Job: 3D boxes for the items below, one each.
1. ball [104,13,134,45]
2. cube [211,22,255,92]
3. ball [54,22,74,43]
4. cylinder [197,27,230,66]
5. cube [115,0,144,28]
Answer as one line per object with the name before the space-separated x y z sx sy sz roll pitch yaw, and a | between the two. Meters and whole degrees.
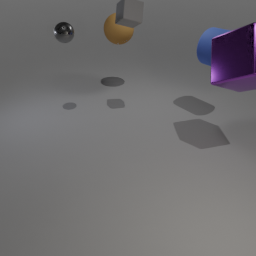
ball | -0.423 -4.582 12.933 1.400 1.400 1.400 0 31 0
cube | 3.347 -1.899 7.915 1.400 1.400 1.400 6 -6 -34
ball | -2.210 -3.299 9.693 0.700 0.700 0.700 0 31 0
cylinder | 3.554 -2.931 10.474 1.400 1.400 1.400 -20 36 -31
cube | 0.042 -3.834 9.337 0.700 0.700 0.700 4 2 -26
